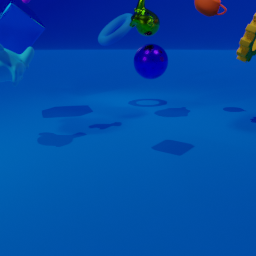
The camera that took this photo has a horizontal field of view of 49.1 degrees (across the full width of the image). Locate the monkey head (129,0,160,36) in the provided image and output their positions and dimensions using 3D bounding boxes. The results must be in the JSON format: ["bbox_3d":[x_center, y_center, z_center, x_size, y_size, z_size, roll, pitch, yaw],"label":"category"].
[{"bbox_3d":[0.622,-3.598,9.119,0.957,1.142,1.587,19,17,4],"label":"monkey head"}]

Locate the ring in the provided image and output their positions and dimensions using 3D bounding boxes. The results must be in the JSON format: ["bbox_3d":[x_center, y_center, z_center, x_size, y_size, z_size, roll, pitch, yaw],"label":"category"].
[{"bbox_3d":[-0.460,-3.786,10.770,1.661,0.332,1.661,-26,37,22],"label":"ring"}]

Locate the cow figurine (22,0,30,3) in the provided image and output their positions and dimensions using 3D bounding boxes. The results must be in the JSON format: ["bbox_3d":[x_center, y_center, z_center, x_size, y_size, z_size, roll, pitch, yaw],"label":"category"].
[{"bbox_3d":[-2.455,-3.522,6.887,0.910,0.895,0.499,19,-24,4],"label":"cow figurine"}]

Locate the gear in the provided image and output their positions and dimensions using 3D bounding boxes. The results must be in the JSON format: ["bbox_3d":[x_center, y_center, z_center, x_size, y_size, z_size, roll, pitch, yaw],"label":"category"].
[{"bbox_3d":[3.792,-2.745,8.321,0.292,1.581,1.581,34,32,26],"label":"gear"}]

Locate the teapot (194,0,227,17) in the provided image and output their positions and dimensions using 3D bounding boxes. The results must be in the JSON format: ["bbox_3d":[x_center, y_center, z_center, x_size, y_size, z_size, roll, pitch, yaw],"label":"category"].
[{"bbox_3d":[2.573,-4.079,9.035,1.358,0.665,0.845,35,42,3],"label":"teapot"}]

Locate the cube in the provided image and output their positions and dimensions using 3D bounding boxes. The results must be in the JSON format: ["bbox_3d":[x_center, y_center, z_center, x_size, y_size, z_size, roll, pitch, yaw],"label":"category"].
[{"bbox_3d":[-3.809,-3.427,9.164,1.340,1.340,1.340,28,20,-53],"label":"cube"}]

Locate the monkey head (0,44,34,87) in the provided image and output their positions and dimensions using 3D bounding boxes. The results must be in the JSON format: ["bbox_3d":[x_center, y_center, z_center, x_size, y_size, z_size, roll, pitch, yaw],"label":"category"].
[{"bbox_3d":[-2.882,-1.620,6.702,0.966,1.153,1.602,32,-19,-16],"label":"monkey head"}]

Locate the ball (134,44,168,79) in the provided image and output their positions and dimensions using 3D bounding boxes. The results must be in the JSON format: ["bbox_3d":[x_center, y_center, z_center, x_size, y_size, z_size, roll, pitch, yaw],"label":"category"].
[{"bbox_3d":[0.783,-2.272,9.609,1.186,1.186,1.186,0,17,0],"label":"ball"}]
